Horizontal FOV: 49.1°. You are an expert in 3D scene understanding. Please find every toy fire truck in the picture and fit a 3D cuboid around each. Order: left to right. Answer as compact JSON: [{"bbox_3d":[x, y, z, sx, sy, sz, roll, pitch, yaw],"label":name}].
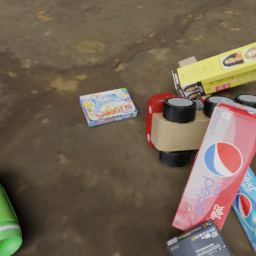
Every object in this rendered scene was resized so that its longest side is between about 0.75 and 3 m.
[{"bbox_3d":[1.625,-0.634,7.208,2.622,1.917,2.979,-4,24,-13],"label":"toy fire truck"}]

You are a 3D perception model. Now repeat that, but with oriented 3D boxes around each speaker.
[{"bbox_3d":[-2.670,1.550,5.312,0.811,0.811,1.833,-27,52,-24],"label":"speaker"}]

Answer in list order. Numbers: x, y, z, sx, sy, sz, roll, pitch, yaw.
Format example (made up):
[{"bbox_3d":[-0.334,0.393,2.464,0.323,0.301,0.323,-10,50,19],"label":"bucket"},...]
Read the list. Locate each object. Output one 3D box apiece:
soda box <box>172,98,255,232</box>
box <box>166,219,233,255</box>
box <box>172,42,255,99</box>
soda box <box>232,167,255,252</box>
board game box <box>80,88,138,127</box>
[{"bbox_3d":[1.589,0.784,5.006,0.861,2.459,0.780,21,22,18],"label":"soda box"},{"bbox_3d":[1.226,2.103,4.805,0.929,0.732,0.237,-27,6,5],"label":"box"},{"bbox_3d":[2.427,-1.420,7.144,2.419,0.910,0.606,-16,66,17],"label":"box"},{"bbox_3d":[2.474,1.565,5.595,0.529,0.500,1.559,-6,49,-12],"label":"soda box"},{"bbox_3d":[-0.547,-0.595,7.805,1.383,0.238,0.936,-14,58,-19],"label":"board game box"}]
